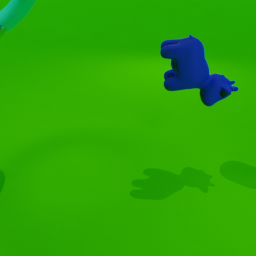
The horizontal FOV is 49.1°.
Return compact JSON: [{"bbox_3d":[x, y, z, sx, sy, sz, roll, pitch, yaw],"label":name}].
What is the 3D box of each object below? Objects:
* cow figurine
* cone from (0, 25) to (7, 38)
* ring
[{"bbox_3d":[1.501,-1.201,5.886,1.536,1.561,0.857,-4,33,11],"label":"cow figurine"},{"bbox_3d":[-2.506,-1.486,3.980,1.022,1.026,1.022,-36,24,19],"label":"cone"},{"bbox_3d":[-2.463,-2.469,5.339,0.403,2.016,2.016,45,34,-4],"label":"ring"}]
